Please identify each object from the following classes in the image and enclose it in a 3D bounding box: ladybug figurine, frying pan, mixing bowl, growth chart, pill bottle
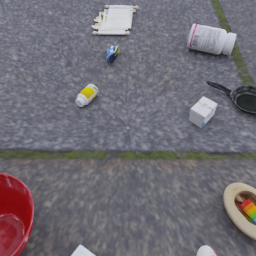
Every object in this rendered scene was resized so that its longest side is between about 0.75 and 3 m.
[{"bbox_3d":[3.200,2.249,7.339,1.162,0.616,1.712,-22,55,-16],"label":"ladybug figurine"},{"bbox_3d":[3.963,-1.047,10.096,2.252,0.367,1.362,5,51,6],"label":"frying pan"},{"bbox_3d":[-3.311,2.465,6.718,2.428,1.315,2.428,-1,50,1],"label":"mixing bowl"},{"bbox_3d":[-0.627,-5.232,13.448,1.942,0.238,2.683,7,52,6],"label":"growth chart"},{"bbox_3d":[-1.495,-1.160,10.101,0.478,0.478,0.876,26,56,19],"label":"pill bottle"},{"bbox_3d":[3.481,-3.667,11.714,1.806,1.024,1.024,16,54,11],"label":"pill bottle"}]

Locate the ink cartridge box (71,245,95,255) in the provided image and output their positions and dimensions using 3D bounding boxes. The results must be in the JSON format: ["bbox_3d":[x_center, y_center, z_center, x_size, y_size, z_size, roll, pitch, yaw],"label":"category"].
[{"bbox_3d":[-0.792,3.950,6.107,2.142,0.611,1.741,31,58,16],"label":"ink cartridge box"}]

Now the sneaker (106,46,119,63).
[{"bbox_3d":[-0.722,-3.072,11.675,0.444,0.399,1.079,13,46,13],"label":"sneaker"}]

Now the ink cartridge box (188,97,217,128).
[{"bbox_3d":[2.541,-0.546,9.546,0.581,0.591,0.803,35,59,25],"label":"ink cartridge box"}]

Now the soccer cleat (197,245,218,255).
[{"bbox_3d":[1.681,3.552,6.156,0.823,0.666,1.907,19,50,-22],"label":"soccer cleat"}]
